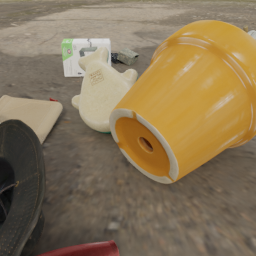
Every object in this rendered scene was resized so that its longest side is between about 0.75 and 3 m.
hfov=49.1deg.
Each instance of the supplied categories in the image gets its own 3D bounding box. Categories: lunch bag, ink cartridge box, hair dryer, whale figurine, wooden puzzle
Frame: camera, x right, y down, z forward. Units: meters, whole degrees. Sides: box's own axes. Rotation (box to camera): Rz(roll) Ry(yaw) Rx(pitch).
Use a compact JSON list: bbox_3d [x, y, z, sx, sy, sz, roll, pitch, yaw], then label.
[{"bbox_3d":[0.027,-3.056,11.873,0.661,0.474,0.806,30,41,12],"label":"lunch bag"},{"bbox_3d":[-1.506,-2.617,10.429,1.732,1.260,0.728,-1,30,-2],"label":"ink cartridge box"},{"bbox_3d":[-0.718,2.137,3.106,1.647,0.587,2.163,25,40,8],"label":"hair dryer"},{"bbox_3d":[-0.525,-0.905,6.968,1.785,1.164,2.244,-26,65,10],"label":"whale figurine"},{"bbox_3d":[-2.651,-0.175,6.929,1.665,0.310,1.540,10,46,8],"label":"wooden puzzle"}]

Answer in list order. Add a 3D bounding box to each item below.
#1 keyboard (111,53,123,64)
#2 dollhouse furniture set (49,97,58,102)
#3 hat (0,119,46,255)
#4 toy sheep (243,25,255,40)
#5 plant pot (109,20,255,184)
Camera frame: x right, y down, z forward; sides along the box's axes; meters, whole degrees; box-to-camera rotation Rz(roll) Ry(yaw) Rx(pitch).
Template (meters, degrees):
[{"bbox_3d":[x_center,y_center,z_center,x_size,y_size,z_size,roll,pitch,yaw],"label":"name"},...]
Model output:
[{"bbox_3d":[-0.626,-3.133,12.439,0.815,0.174,1.358,-10,30,-16],"label":"keyboard"},{"bbox_3d":[-2.484,-0.621,7.812,1.013,0.412,0.545,18,35,28],"label":"dollhouse furniture set"},{"bbox_3d":[-1.764,1.159,3.793,2.529,1.020,2.529,-18,52,24],"label":"hat"},{"bbox_3d":[4.936,-3.129,11.050,1.619,1.619,2.349,-23,38,-34],"label":"toy sheep"},{"bbox_3d":[1.057,-0.325,5.482,2.665,2.665,2.440,27,56,39],"label":"plant pot"}]
